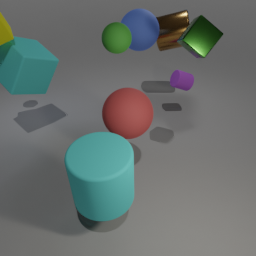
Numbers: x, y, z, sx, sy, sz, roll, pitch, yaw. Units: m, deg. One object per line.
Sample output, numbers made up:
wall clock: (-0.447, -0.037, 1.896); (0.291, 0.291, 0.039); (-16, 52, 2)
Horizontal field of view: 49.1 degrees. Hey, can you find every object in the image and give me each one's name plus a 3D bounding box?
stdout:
cube: (1.721, -2.184, 6.779); (0.700, 0.700, 0.700); (36, 11, -9)
ball: (-0.263, -2.085, 6.497); (0.700, 0.700, 0.700); (0, 31, 0)
ball: (0.394, -3.414, 9.792); (1.400, 1.400, 1.400); (0, 31, 0)
cylinder: (2.160, -1.910, 11.230); (0.700, 0.700, 0.700); (11, 26, -25)
cube: (-3.466, -2.080, 9.386); (1.400, 1.400, 1.400); (42, 28, 23)
cylinder: (-0.569, 1.042, 6.086); (1.400, 1.400, 1.400); (-1, 40, 1)
ball: (-0.007, -0.397, 7.647); (1.400, 1.400, 1.400); (0, 31, 0)
cylinder: (1.899, -4.059, 11.750); (1.400, 1.400, 1.400); (-8, 29, 15)
cube: (-3.923, -2.935, 8.273); (0.700, 0.700, 0.700); (-27, 54, -3)
